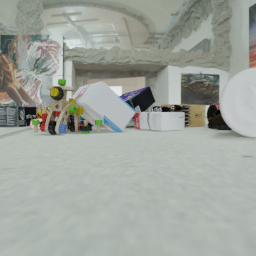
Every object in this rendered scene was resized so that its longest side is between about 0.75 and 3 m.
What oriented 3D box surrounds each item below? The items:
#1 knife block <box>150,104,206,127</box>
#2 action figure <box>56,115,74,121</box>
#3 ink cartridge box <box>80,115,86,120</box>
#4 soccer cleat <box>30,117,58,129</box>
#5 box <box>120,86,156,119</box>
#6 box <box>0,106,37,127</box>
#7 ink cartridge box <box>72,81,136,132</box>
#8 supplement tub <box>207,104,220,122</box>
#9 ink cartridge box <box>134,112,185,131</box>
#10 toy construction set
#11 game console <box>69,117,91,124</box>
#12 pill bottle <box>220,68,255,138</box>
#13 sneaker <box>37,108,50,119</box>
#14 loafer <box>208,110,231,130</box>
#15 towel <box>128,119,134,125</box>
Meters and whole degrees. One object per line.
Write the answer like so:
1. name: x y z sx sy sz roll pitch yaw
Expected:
1. knife block: 1.913 -0.574 12.205 2.572 0.937 2.930 1 4 -13
2. action figure: -2.296 -0.698 10.904 1.148 1.276 1.714 17 -2 -28
3. ink cartridge box: -1.221 -0.689 13.207 1.782 0.749 1.301 6 3 25
4. soccer cleat: -2.886 -0.171 10.207 0.601 0.484 1.410 12 13 34
5. box: 0.058 -0.980 11.812 1.467 0.819 2.078 -15 15 31
6. box: -5.296 -0.516 12.228 2.026 0.873 1.659 1 4 9
7. ink cartridge box: -0.932 -0.658 9.124 1.481 0.867 2.049 40 -14 -23
8. supplement tub: 4.777 -0.635 13.214 1.912 1.023 1.023 -1 3 -17
9. ink cartridge box: 1.063 -0.242 9.656 1.077 0.608 1.468 -2 4 -34
10. toy construction set: -1.999 -0.610 8.202 1.971 1.515 1.644 2 3 38
11. game console: -2.190 -0.883 13.290 1.604 2.424 2.756 -29 8 -10
12. pill bottle: 3.519 -0.650 7.688 1.640 1.640 2.963 1 4 24
13. sneaker: -4.373 -0.536 14.608 0.874 0.679 1.943 -42 -6 -13
14. loafer: 3.456 -0.329 10.330 0.725 0.709 1.987 0 3 0
15. towel: 0.571 -0.385 14.126 1.870 0.450 1.600 -3 1 -39
